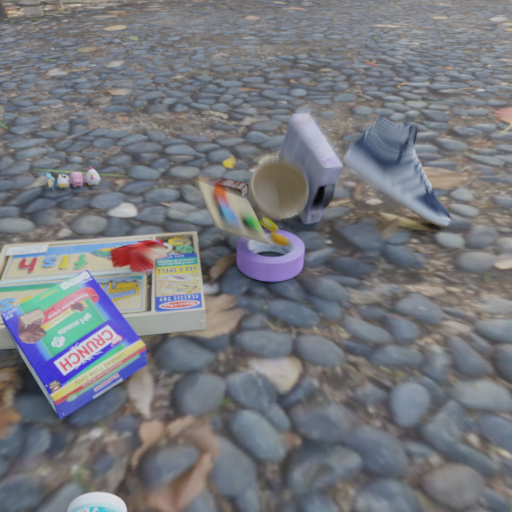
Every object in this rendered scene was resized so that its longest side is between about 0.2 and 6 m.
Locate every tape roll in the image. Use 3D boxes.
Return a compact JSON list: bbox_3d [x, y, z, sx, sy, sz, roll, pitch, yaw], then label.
[{"bbox_3d":[0.277,-0.035,11.054,1.319,0.433,1.319,2,31,-1],"label":"tape roll"}]

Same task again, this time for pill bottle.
[{"bbox_3d":[-1.792,3.293,6.087,0.677,0.677,1.222,-3,36,-5],"label":"pill bottle"}]

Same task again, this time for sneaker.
[{"bbox_3d":[3.334,-1.848,11.957,2.688,1.459,0.942,34,13,-5],"label":"sneaker"}]

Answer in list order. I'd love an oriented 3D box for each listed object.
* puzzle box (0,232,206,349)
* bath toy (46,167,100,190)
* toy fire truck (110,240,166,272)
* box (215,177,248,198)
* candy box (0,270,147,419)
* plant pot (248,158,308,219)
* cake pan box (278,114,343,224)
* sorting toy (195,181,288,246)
[{"bbox_3d":[-2.891,0.530,10.236,3.824,0.486,2.544,-5,36,-7],"label":"puzzle box"},{"bbox_3d":[-4.498,-1.916,13.816,1.226,0.453,0.533,-10,36,-15],"label":"bath toy"},{"bbox_3d":[-1.934,-0.033,9.694,1.015,0.351,1.440,-2,10,28],"label":"toy fire truck"},{"bbox_3d":[-0.600,-1.649,13.589,0.742,0.278,0.371,19,39,22],"label":"box"},{"bbox_3d":[-2.747,1.278,8.482,1.482,0.675,1.753,-31,62,-26],"label":"candy box"},{"bbox_3d":[0.356,-1.329,11.772,1.254,1.254,0.842,-16,-3,-22],"label":"plant pot"},{"bbox_3d":[1.097,-1.881,12.298,0.488,1.717,1.865,-11,54,-21],"label":"cake pan box"},{"bbox_3d":[-0.199,-0.782,10.730,1.882,0.252,1.402,17,32,-41],"label":"sorting toy"}]
